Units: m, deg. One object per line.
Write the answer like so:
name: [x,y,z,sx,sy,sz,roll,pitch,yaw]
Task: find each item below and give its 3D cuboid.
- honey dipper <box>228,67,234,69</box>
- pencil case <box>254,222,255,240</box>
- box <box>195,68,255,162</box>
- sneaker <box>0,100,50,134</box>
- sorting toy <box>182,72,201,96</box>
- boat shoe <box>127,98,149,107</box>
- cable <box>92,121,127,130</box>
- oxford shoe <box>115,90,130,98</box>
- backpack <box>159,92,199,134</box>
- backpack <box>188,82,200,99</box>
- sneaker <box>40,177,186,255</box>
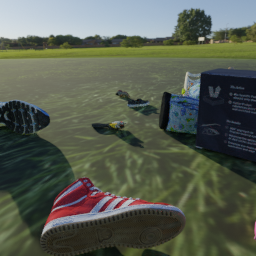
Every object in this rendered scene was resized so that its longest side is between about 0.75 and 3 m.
honey dipper: [3.777,-1.131,9.193,0.407,0.407,2.141,-6,62,-19]
pencil case: [2.503,1.180,3.081,2.000,0.937,0.907,10,23,33]
box: [2.664,-0.344,6.416,1.837,1.868,1.097,15,24,39]
sneaker: [-3.239,-0.464,8.449,2.458,0.964,1.106,10,17,28]
sorting toy: [2.732,-1.631,11.535,0.777,1.309,1.454,-16,22,-36]
boat shoe: [0.442,-1.048,11.398,1.028,0.291,0.353,-10,20,-30]
cable: [-0.556,-0.130,8.437,1.126,0.283,0.547,10,20,31]
oxford shoe: [-0.255,-1.547,13.194,0.320,0.301,0.854,-42,39,-22]
backpack: [1.680,-0.363,8.031,1.421,1.159,1.092,5,26,-5]
backpack: [2.838,-1.037,9.775,1.488,1.402,1.824,-32,-1,8]
sneaker: [-0.200,1.112,3.820,1.798,0.640,1.011,-4,21,-6]
